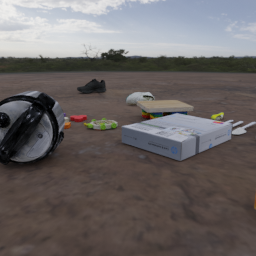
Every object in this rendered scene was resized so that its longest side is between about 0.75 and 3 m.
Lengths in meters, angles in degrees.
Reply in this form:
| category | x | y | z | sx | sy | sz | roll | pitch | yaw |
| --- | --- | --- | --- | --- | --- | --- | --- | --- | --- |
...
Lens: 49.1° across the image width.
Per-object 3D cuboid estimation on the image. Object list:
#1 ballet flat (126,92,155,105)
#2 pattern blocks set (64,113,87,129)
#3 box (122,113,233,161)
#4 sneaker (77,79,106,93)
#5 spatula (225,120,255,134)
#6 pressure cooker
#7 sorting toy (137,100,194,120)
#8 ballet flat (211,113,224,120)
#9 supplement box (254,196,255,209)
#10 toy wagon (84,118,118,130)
| category | x | y | z | sx | sy | sz | roll | pitch | yaw |
| --- | --- | --- | --- | --- | --- | --- | --- | --- | --- |
| ballet flat | 0.799 | -1.659 | 16.010 | 0.736 | 0.736 | 2.121 | 12 | 18 | 39 |
| pattern blocks set | -3.332 | -0.277 | 11.374 | 2.563 | 0.236 | 2.916 | 6 | 16 | 23 |
| box | 1.610 | 0.153 | 9.003 | 2.281 | 0.602 | 2.925 | 15 | 22 | 43 |
| sneaker | -2.695 | -3.113 | 20.710 | 2.272 | 1.031 | 0.863 | -10 | 19 | -31 |
| spatula | 4.039 | -0.050 | 10.745 | 1.919 | 0.154 | 1.334 | -14 | 15 | -42 |
| pressure cooker | -2.647 | -0.015 | 7.313 | 1.818 | 1.790 | 2.035 | -5 | 12 | -4 |
| sorting toy | 1.541 | -0.728 | 12.211 | 1.952 | 0.679 | 1.940 | -3 | 14 | -11 |
| ballet flat | 3.959 | -0.480 | 12.230 | 0.795 | 0.265 | 0.266 | -12 | 40 | -31 |
| supplement box | 3.079 | 1.344 | 3.846 | 0.937 | 0.907 | 2.725 | -7 | 16 | -17 |
| toy wagon | -1.074 | -0.128 | 10.778 | 1.292 | 0.256 | 1.002 | -8 | 16 | -27 |
